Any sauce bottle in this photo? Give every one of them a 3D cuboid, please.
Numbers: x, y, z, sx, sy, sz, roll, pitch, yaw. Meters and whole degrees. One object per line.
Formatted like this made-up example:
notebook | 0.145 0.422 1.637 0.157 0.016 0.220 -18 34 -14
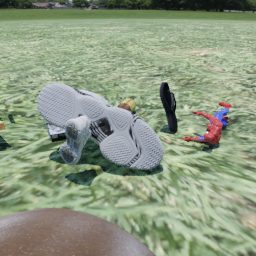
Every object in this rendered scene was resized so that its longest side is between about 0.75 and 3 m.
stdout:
sauce bottle | -0.123 -0.528 8.137 0.463 0.463 1.404 7 18 15

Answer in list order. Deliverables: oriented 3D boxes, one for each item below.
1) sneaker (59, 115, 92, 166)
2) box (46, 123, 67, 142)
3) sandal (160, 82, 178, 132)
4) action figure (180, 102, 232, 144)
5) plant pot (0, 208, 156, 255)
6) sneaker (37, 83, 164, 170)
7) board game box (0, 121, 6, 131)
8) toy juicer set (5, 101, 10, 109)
sneaker | -0.921 0.247 5.288 0.445 1.141 0.567 36 38 15
box | -1.531 0.007 7.448 1.150 0.217 0.786 -11 26 -20
sandal | 1.141 -0.568 7.296 0.297 1.386 0.527 -7 23 30
action figure | 2.042 -0.155 7.295 1.032 0.680 2.085 9 23 22
plant pot | -0.647 1.628 0.713 2.807 2.807 2.779 1 1 2
sneaker | -0.480 -0.111 6.308 2.846 1.069 1.636 28 8 3
board game box | -3.698 -0.034 6.915 0.837 0.263 1.752 -17 18 -35
toy juicer set | -3.826 -0.672 7.675 0.923 0.395 1.450 -17 1 45
